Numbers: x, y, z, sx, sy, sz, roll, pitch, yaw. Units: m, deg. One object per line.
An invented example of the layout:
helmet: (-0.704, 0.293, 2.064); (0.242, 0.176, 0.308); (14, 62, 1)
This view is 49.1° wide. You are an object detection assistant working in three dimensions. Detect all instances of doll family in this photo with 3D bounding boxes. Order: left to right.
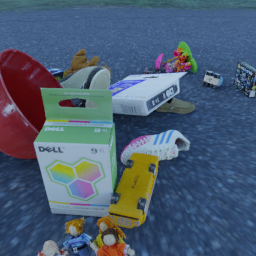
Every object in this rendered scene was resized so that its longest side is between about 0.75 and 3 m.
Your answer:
doll family: (-0.599, 1.967, 4.448); (1.713, 1.063, 0.772); (-18, -8, 19)

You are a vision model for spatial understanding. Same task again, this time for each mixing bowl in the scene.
mixing bowl: (-2.669, -0.331, 7.240); (1.603, 2.959, 2.959); (-31, 28, 14)

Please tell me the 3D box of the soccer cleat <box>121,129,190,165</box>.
soccer cleat: (0.767, 0.546, 7.286); (1.981, 0.692, 0.855); (-20, 37, -30)

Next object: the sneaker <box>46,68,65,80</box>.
sneaker: (-3.512, -2.133, 11.749); (1.865, 0.690, 0.767); (-7, 31, -27)

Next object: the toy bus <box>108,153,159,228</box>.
toy bus: (0.174, 1.290, 5.961); (0.654, 0.787, 2.009); (9, 32, 12)

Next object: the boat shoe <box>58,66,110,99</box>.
boat shoe: (-1.892, -1.510, 10.035); (2.596, 0.924, 0.812); (-27, 19, -7)

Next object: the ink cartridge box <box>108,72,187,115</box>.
ink cartridge box: (0.309, -1.249, 9.731); (2.684, 0.588, 2.709); (6, 30, 41)

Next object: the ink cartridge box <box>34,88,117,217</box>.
ink cartridge box: (-0.937, 0.568, 5.411); (1.341, 2.584, 0.766); (2, 34, 4)

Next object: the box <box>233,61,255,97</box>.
box: (4.652, -1.931, 11.035); (0.298, 1.031, 1.297); (-4, 31, -6)

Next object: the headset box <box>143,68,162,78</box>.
headset box: (1.062, -2.450, 12.578); (0.810, 0.313, 0.603); (10, 33, 12)

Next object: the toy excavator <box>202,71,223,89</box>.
toy excavator: (3.608, -2.141, 11.946); (1.178, 0.588, 1.145); (-13, 34, -44)

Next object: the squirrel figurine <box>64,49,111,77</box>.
squirrel figurine: (-1.639, -2.167, 11.549); (1.687, 1.279, 1.807); (30, 55, 24)

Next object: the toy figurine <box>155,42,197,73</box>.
toy figurine: (2.103, -3.007, 13.069); (1.590, 1.297, 1.727); (-22, 60, -9)

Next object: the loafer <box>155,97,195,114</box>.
loafer: (1.618, -0.814, 9.712); (1.454, 0.490, 0.553); (-1, 31, -1)

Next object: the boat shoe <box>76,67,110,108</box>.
boat shoe: (-1.115, -0.970, 8.056); (0.826, 2.443, 0.877); (44, 64, 8)
